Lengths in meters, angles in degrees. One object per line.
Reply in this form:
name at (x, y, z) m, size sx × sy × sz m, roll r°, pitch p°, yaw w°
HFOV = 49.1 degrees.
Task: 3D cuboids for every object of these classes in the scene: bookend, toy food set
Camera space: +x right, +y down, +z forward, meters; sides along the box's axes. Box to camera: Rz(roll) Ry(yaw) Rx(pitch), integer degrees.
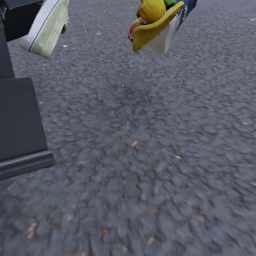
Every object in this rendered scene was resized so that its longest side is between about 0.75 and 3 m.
bookend at (-2.288, -0.551, 4.363) m, size 1.155 × 2.493 × 2.508 m, roll -15°, pitch 7°, yaw -31°
toy food set at (0.365, -2.126, 5.515) m, size 1.204 × 0.668 × 2.046 m, roll -42°, pitch 7°, yaw 7°

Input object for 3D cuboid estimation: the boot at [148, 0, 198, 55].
boot at (1.401, -3.385, 9.021) m, size 1.286 × 1.036 × 2.848 m, roll -41°, pitch 0°, yaw -6°

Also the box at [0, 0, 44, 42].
box at (-2.515, -2.650, 5.585) m, size 0.755 × 1.321 × 1.451 m, roll -37°, pitch 8°, yaw -32°

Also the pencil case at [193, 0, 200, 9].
pencil case at (1.420, -4.313, 9.137) m, size 1.980 × 0.898 × 0.823 m, roll -11°, pitch 48°, yaw -28°

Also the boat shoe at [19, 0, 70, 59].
boat shoe at (-2.337, -3.293, 8.702) m, size 0.927 × 1.076 × 2.988 m, roll 32°, pitch 57°, yaw -23°
